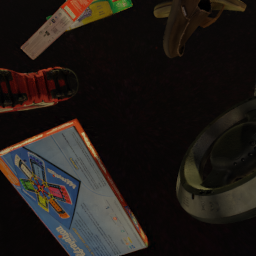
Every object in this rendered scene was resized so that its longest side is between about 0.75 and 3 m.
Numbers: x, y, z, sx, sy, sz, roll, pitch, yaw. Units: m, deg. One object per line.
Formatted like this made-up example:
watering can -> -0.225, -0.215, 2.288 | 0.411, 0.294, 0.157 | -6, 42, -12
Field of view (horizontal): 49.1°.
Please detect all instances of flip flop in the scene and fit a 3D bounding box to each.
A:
flip flop -> 1.729, -2.887, 7.093 | 2.437, 0.988, 0.702 | 9, 102, 36

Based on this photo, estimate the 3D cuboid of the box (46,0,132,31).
box -> -1.203, -3.256, 7.971 | 2.358, 0.570, 1.384 | -8, 25, 31

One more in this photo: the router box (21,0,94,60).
router box -> -1.519, -2.309, 6.143 | 0.365, 1.494, 1.341 | 45, 39, -24

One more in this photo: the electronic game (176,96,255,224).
electronic game -> 1.964, 0.396, 4.849 | 0.590, 2.837, 2.837 | 44, 68, -13

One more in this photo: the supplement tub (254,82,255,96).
supplement tub -> 3.607, -0.652, 6.012 | 1.671, 2.381, 1.671 | -9, 40, 8

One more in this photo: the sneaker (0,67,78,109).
sneaker -> -1.893, -0.679, 5.007 | 1.890, 0.923, 0.668 | -11, 93, -33

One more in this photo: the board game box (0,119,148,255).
board game box -> -0.807, 1.223, 4.561 | 1.369, 2.660, 0.259 | -22, 26, 9

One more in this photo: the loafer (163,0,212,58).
loafer -> 1.335, -2.454, 6.040 | 0.850, 2.395, 0.875 | 17, 57, 9

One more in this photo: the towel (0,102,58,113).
towel -> -3.036, -0.405, 5.729 | 2.601, 1.874, 0.296 | -12, 98, -39
